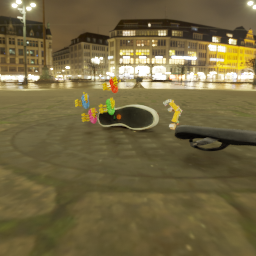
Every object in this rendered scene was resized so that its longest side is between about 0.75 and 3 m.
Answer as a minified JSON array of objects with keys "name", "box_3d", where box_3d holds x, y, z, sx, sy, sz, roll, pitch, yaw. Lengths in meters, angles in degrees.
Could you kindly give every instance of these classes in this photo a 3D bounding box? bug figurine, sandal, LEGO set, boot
[{"name":"bug figurine","box_3d":[-0.889,-0.847,8.824,1.735,1.345,0.446,-24,-33,27]},{"name":"sandal","box_3d":[1.605,0.235,5.342,0.759,0.427,1.996,13,-4,-32]},{"name":"LEGO set","box_3d":[1.374,-0.398,8.117,0.455,0.988,0.368,-25,-30,25]},{"name":"boot","box_3d":[0.282,-0.433,9.301,2.132,0.772,1.538,3,10,34]}]
